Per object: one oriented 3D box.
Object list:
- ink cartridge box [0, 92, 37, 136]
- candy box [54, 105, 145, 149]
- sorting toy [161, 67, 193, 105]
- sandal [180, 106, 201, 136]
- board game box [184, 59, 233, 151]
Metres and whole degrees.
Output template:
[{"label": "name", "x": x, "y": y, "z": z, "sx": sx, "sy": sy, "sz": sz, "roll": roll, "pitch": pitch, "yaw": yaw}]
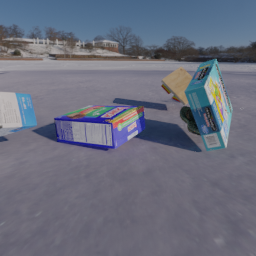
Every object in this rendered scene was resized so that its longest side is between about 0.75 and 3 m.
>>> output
[{"label": "ink cartridge box", "x": -2.879, "y": -0.198, "z": 5.024, "sx": 1.227, "sy": 0.707, "sz": 2.118, "roll": -13, "pitch": -2, "yaw": 25}, {"label": "candy box", "x": -0.676, "y": -0.100, "z": 7.022, "sx": 1.765, "sy": 0.680, "sz": 1.492, "roll": 5, "pitch": 20, "yaw": 30}, {"label": "sorting toy", "x": 2.057, "y": -1.565, "z": 10.904, "sx": 1.306, "sy": 1.298, "sz": 0.454, "roll": -37, "pitch": -9, "yaw": -34}, {"label": "sandal", "x": 1.777, "y": -0.264, "z": 7.414, "sx": 0.571, "sy": 0.410, "sz": 1.437, "roll": 8, "pitch": 26, "yaw": -8}, {"label": "board game box", "x": 1.950, "y": -0.611, "z": 6.502, "sx": 0.454, "sy": 1.460, "sz": 1.934, "roll": -13, "pitch": 22, "yaw": 31}]
